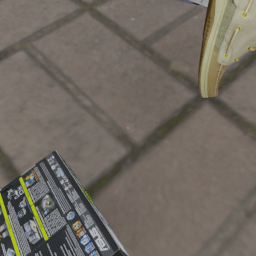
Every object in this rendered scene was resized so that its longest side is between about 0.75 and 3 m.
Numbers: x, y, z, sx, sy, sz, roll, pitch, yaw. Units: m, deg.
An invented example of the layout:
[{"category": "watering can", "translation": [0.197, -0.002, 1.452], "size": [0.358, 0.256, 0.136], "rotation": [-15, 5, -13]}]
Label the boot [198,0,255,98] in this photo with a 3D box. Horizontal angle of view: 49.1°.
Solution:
[{"category": "boot", "translation": [2.523, -1.682, 5.213], "size": [2.195, 2.839, 1.023], "rotation": [8, 41, 9]}]

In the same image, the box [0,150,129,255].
[{"category": "box", "translation": [-1.296, 1.569, 4.070], "size": [1.810, 0.500, 2.259], "rotation": [-38, 44, -11]}]

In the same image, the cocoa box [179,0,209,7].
[{"category": "cocoa box", "translation": [1.316, -3.897, 7.108], "size": [1.127, 1.145, 1.718], "rotation": [1, 29, -31]}]
